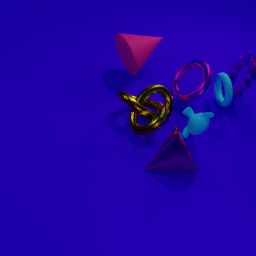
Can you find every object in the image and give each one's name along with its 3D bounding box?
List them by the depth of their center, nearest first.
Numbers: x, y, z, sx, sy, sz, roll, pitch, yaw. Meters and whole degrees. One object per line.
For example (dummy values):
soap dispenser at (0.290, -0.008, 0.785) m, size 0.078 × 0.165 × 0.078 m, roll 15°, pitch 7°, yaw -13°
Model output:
cone at (1.028, 0.859, 7.596) m, size 1.341 × 1.336 × 1.336 m, roll -27°, pitch 48°, yaw 12°
monkey head at (1.912, -0.212, 8.027) m, size 0.763 × 1.061 × 0.639 m, roll 45°, pitch 21°, yaw -10°
knot shape at (0.460, -0.707, 8.689) m, size 1.748 × 0.863 × 1.868 m, roll 27°, pitch 50°, yaw 12°
ring at (3.085, -1.239, 9.092) m, size 0.221 × 1.103 × 1.103 m, roll -8°, pitch 48°, yaw -2°
ring at (2.072, -1.534, 9.234) m, size 0.310 × 1.549 × 1.549 m, roll 24°, pitch 34°, yaw -38°
gear at (3.708, -1.698, 9.321) m, size 0.288 × 1.555 × 1.555 m, roll 25°, pitch 47°, yaw -14°
cone at (0.586, -2.947, 10.117) m, size 1.564 × 1.558 × 1.558 m, roll -28°, pitch 53°, yaw -12°
